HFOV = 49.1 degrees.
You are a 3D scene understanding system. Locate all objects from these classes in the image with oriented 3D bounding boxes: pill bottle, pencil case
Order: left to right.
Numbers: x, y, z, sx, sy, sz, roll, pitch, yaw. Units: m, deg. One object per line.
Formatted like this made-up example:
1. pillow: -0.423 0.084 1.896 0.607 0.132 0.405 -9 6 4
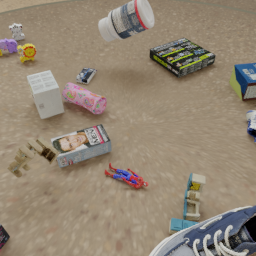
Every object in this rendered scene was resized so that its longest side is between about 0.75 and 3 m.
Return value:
1. pencil case: -1.422 -0.946 8.994 1.501 0.656 0.656 24 49 23
2. pill bottle: -0.086 -3.784 9.970 1.814 1.085 1.085 -13 37 30

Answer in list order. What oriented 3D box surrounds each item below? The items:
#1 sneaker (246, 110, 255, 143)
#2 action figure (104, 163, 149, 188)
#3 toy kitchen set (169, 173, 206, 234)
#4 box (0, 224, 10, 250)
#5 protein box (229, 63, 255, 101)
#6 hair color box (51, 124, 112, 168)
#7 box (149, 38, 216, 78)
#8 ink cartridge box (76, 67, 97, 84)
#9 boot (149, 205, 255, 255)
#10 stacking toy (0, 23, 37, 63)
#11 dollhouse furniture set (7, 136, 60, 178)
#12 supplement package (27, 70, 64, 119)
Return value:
1. sneaker: 3.700 -0.069 8.190 0.542 0.463 1.229 -7 44 -7
2. action figure: -0.020 1.217 7.021 1.149 0.297 0.376 20 45 16
3. toy kitchen set: 1.300 1.664 6.116 0.640 0.871 1.087 8 45 6
4. box: -3.050 2.370 5.577 0.702 0.610 1.063 17 47 17
5. protein box: 4.279 -1.599 9.532 1.132 0.764 1.124 -6 45 -6
6. hair color box: -1.268 0.464 7.648 1.481 0.449 0.733 -17 47 -16
7. box: 2.121 -2.832 11.044 1.899 0.451 1.834 -26 52 -25
8. ink cartridge box: -1.525 -1.999 10.371 0.473 0.187 0.951 11 44 12
9. boot: 1.578 2.160 5.172 2.798 1.264 1.018 -24 69 -22
10. stacking toy: -5.403 -3.242 11.285 2.972 0.698 2.241 -19 47 -18
11. dollhouse furniture set: -2.120 0.700 6.428 0.618 0.815 0.930 42 34 0
12. supplement package: -2.590 -1.061 8.810 0.772 1.004 1.050 -19 47 -18
